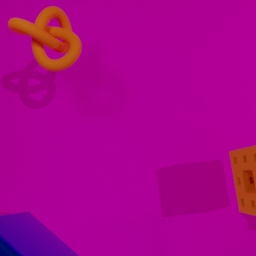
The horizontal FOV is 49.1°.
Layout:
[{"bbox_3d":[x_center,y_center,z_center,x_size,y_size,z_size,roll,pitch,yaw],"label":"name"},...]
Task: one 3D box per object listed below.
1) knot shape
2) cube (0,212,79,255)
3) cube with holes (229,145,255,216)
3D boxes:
[{"bbox_3d":[-1.494,-1.840,5.525,1.406,0.650,1.316,35,43,-8],"label":"knot shape"},{"bbox_3d":[-1.216,1.840,2.854,1.350,1.350,1.350,37,79,8],"label":"cube"},{"bbox_3d":[2.636,0.861,4.852,1.149,1.149,1.149,-6,80,-5],"label":"cube with holes"}]
